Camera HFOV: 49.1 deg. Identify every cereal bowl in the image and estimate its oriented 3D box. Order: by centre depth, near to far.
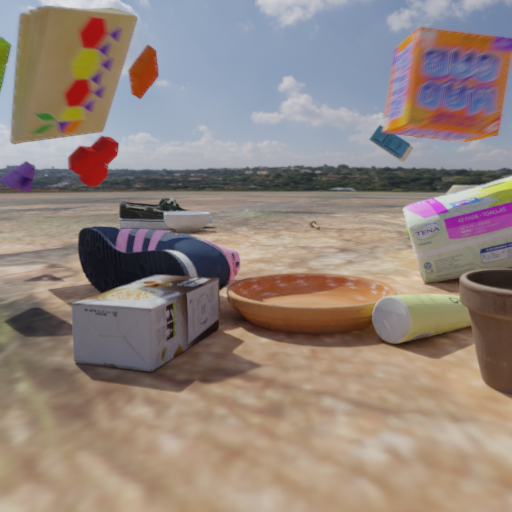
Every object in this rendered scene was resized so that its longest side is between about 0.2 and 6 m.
[{"bbox_3d":[-1.878,-0.921,15.194,1.234,0.514,1.234,0,8,0],"label":"cereal bowl"}]

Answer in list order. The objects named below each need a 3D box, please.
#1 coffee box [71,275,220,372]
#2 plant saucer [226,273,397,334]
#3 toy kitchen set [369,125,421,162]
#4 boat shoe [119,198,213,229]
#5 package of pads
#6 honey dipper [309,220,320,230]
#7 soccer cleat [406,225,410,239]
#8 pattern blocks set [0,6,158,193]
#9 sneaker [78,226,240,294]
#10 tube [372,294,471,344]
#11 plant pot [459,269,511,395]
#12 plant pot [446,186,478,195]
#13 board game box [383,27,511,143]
[{"bbox_3d":[-0.919,0.548,5.022,0.763,0.532,1.334,3,9,20],"label":"coffee box"},{"bbox_3d":[0.588,0.497,6.081,1.824,0.341,1.824,0,9,0],"label":"plant saucer"},{"bbox_3d":[2.719,-2.654,10.507,0.804,1.365,1.093,41,14,28],"label":"toy kitchen set"},{"bbox_3d":[-2.586,-1.229,16.107,2.673,0.851,0.945,-1,8,-9],"label":"boat shoe"},{"bbox_3d":[3.704,-0.565,8.989,2.461,1.086,3.185,-15,6,15],"label":"package of pads"},{"bbox_3d":[1.682,-0.873,15.995,0.204,0.204,1.072,-1,10,-4],"label":"honey dipper"},{"bbox_3d":[4.191,-0.722,12.553,0.730,0.876,2.161,-5,10,-30],"label":"soccer cleat"},{"bbox_3d":[-2.871,-2.753,8.686,0.331,4.090,3.595,39,25,16],"label":"pattern blocks set"},{"bbox_3d":[-1.269,0.084,6.929,1.042,0.891,2.541,-16,22,-42],"label":"sneaker"},{"bbox_3d":[1.849,0.552,5.559,1.705,0.443,0.495,0,45,-39],"label":"tube"},{"bbox_3d":[1.932,0.558,4.044,0.916,0.798,0.916,0,8,0],"label":"plant pot"},{"bbox_3d":[5.938,-1.356,15.721,1.833,1.230,1.833,-1,8,0],"label":"plant pot"},{"bbox_3d":[2.605,-2.318,7.812,1.248,1.250,1.249,6,7,-2],"label":"board game box"}]
